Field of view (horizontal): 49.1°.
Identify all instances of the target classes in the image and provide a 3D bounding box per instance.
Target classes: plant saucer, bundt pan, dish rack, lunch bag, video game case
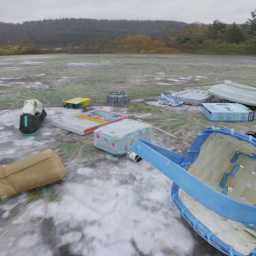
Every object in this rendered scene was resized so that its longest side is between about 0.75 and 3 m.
[{"bbox_3d":[5.139,-1.665,13.019,2.737,0.687,2.737,11,17,-3],"label":"plant saucer"},{"bbox_3d":[-0.473,-1.457,13.509,1.284,0.482,1.284,1,19,0],"label":"bundt pan"},{"bbox_3d":[3.214,-1.476,13.667,1.632,0.414,1.902,18,25,40],"label":"dish rack"},{"bbox_3d":[-0.137,0.227,8.240,1.283,0.617,1.600,13,22,41],"label":"lunch bag"},{"bbox_3d":[-1.351,-0.272,10.388,1.620,0.198,2.266,15,24,39],"label":"video game case"}]

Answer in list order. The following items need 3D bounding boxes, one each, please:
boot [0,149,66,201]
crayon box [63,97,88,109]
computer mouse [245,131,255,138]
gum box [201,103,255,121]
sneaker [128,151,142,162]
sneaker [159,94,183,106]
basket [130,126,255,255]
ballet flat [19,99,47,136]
[{"bbox_3d":[-2.361,0.785,5.985,1.610,0.532,1.410,-21,72,-40],"label":"boot"},{"bbox_3d":[-2.323,-1.147,12.865,0.717,0.287,1.130,10,22,27],"label":"crayon box"},{"bbox_3d":[4.733,0.104,8.582,2.385,0.629,1.652,-15,23,-37],"label":"computer mouse"},{"bbox_3d":[3.952,-0.658,11.272,1.677,0.374,1.425,-1,18,-2],"label":"gum box"},{"bbox_3d":[0.370,0.609,7.537,0.377,0.347,0.942,14,23,41],"label":"sneaker"},{"bbox_3d":[1.982,-1.295,13.043,1.203,0.464,0.456,12,20,28],"label":"sneaker"},{"bbox_3d":[1.435,0.870,4.193,2.445,1.701,2.156,25,5,-29],"label":"basket"},{"bbox_3d":[-3.394,-0.531,10.085,0.870,0.875,2.560,-7,19,-12],"label":"ballet flat"}]
